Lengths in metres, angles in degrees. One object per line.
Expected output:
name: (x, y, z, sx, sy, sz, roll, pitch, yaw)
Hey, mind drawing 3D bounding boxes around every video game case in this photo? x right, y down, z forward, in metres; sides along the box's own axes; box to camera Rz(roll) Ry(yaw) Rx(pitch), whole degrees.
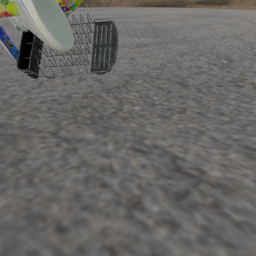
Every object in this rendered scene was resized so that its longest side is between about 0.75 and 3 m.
video game case: (-3.879, -2.819, 8.650, 0.287, 1.265, 1.146, -39, 58, -12)

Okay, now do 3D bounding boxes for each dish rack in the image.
dish rack: (-1.792, -2.626, 8.748, 2.954, 0.806, 2.266, -2, 70, 8)

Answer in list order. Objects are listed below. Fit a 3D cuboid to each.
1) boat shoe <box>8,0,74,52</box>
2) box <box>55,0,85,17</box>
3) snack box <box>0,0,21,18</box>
boat shoe: (-2.473, -2.944, 6.856, 1.016, 2.854, 0.996, -31, 10, 36)
box: (-2.151, -4.304, 9.263, 1.053, 0.667, 1.093, -36, 1, 19)
snack box: (-2.213, -2.210, 4.527, 0.693, 0.822, 0.278, -21, 27, -27)
